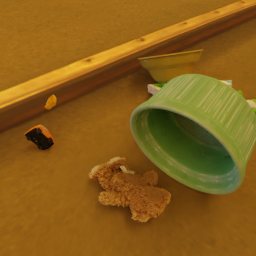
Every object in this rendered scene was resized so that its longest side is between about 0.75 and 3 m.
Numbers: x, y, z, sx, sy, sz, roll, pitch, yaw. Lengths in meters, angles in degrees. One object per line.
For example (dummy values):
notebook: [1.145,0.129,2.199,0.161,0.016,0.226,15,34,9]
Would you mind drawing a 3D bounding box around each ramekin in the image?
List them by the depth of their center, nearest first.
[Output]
ramekin: [1.505,0.105,6.327,2.709,2.709,1.323,27,61,27]

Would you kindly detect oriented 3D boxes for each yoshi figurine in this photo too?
yoshi figurine: [3.589,-0.791,8.796,1.412,0.790,0.793,4,5,15]

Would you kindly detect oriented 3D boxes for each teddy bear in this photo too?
teddy bear: [0.005,1.424,6.682,2.129,0.711,1.543,22,30,24]

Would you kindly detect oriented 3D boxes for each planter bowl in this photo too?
planter bowl: [1.546,-2.170,10.065,2.330,0.970,2.330,-7,14,2]

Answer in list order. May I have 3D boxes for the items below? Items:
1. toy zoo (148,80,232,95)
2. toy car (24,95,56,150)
toy zoo: [2.174,-1.360,9.402,2.740,0.280,1.798,-6,15,-7]
toy car: [-2.119,-0.145,7.591,0.808,1.647,0.548,30,28,-26]
